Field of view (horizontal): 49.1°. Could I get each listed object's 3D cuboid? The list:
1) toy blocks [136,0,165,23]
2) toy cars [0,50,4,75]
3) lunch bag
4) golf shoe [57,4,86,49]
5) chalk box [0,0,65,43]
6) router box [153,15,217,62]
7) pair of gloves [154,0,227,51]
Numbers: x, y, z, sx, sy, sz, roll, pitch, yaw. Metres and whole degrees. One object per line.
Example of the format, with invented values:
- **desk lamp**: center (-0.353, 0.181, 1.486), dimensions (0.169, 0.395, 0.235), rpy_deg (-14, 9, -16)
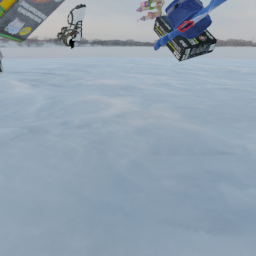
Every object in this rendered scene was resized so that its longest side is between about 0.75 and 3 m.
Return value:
- **toy blocks**: center (0.703, -4.200, 9.648), dimensions (0.910, 1.010, 1.081), rpy_deg (-13, 34, -3)
- **toy cars**: center (-3.675, -1.995, 6.461), dimensions (2.615, 1.172, 0.579), rpy_deg (31, 24, 17)
- **lunch bag**: center (1.629, -3.154, 7.778), dimensions (0.865, 0.842, 1.273), rpy_deg (-33, -23, 34)
- **golf shoe**: center (-1.912, -3.750, 10.446), dimensions (0.698, 0.849, 1.796), rpy_deg (-29, -11, -48)
- **chalk box**: center (-1.938, -2.257, 4.336), dimensions (2.088, 1.293, 1.299), rpy_deg (-40, 6, 7)
- **router box**: center (1.839, -3.069, 9.218), dimensions (1.320, 0.547, 1.761), rpy_deg (-21, 60, -19)
- **pair of gloves**: center (1.110, -1.934, 5.112), dimensions (1.251, 0.177, 1.556), rpy_deg (-40, 12, -24)
